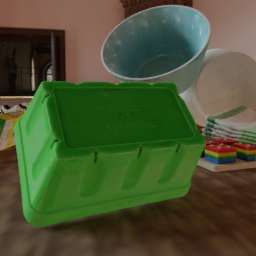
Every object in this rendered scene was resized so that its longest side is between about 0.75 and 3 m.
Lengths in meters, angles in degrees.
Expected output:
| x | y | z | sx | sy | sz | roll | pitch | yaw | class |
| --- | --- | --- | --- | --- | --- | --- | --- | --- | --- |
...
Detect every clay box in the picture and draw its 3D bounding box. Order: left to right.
| x | y | z | sx | sy | sz | roll | pitch | yaw | class |
| --- | --- | --- | --- | --- | --- | --- | --- | --- | --- |
| -2.191 | 0.022 | 5.258 | 0.258 | 0.622 | 1.082 | 22 | 9 | 2 | clay box |

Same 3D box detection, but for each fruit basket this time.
| x | y | z | sx | sy | sz | roll | pitch | yaw | class |
| --- | --- | --- | --- | --- | --- | --- | --- | --- | --- |
| -0.283 | 0.284 | 2.903 | 1.750 | 1.263 | 1.750 | -15 | -31 | -9 | fruit basket |

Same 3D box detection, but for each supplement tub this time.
| x | y | z | sx | sy | sz | roll | pitch | yaw | class |
| --- | --- | --- | --- | --- | --- | --- | --- | --- | --- |
| 2.302 | -1.137 | 8.234 | 2.151 | 2.151 | 2.979 | -1 | 9 | -9 | supplement tub |

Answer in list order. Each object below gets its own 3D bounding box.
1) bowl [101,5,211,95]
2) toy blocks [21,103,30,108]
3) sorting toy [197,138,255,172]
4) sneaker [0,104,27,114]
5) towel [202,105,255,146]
| x | y | z | sx | sy | sz | roll | pitch | yaw | class |
| --- | --- | --- | --- | --- | --- | --- | --- | --- | --- |
| 0.708 | -1.577 | 6.501 | 2.411 | 2.411 | 1.261 | 3 | -33 | 22 | bowl |
| -3.749 | -0.877 | 12.231 | 1.206 | 0.525 | 1.446 | 3 | 9 | 19 | toy blocks |
| 1.395 | 0.356 | 4.182 | 0.873 | 0.304 | 0.868 | -3 | 8 | -19 | sorting toy |
| -3.032 | -0.378 | 8.275 | 1.630 | 0.652 | 0.601 | 1 | 6 | 0 | sneaker |
| 2.764 | 0.023 | 4.769 | 2.459 | 0.377 | 1.834 | 15 | 23 | 39 | towel |
